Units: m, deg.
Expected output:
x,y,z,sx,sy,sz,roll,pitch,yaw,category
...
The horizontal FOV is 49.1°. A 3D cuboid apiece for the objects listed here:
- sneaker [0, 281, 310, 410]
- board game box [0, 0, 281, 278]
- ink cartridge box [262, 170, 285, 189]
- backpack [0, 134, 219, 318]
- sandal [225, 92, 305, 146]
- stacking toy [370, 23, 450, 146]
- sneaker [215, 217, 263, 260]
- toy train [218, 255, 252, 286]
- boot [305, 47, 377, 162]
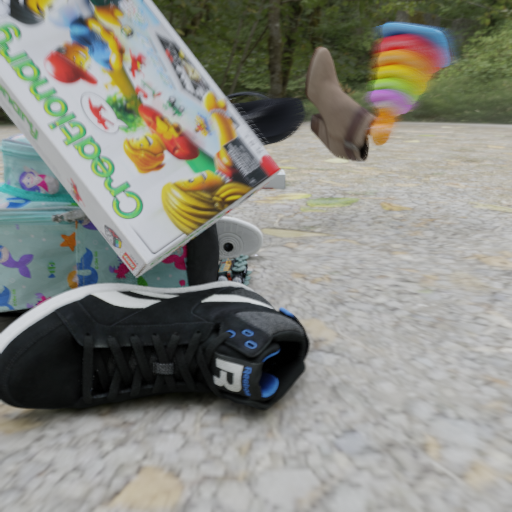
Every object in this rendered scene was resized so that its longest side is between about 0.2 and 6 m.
x,y,z,sx,sy,sz,roll,pitch,yaw,category
-0.755,0.881,5.063,2.897,1.058,1.620,-11,19,-35,sneaker
-1.322,-1.480,5.492,1.846,2.924,0.506,-39,2,-31,board game box
0.463,-2.281,16.585,0.757,0.430,1.039,0,17,-1,ink cartridge box
-2.317,-0.460,7.474,3.313,2.494,2.941,-9,18,-12,backpack
-0.485,-2.593,10.493,2.884,0.618,1.097,-6,54,-4,sandal
2.680,-3.145,10.681,1.230,2.240,1.300,21,-1,30,stacking toy
-0.918,-0.437,9.924,2.092,0.764,1.170,-1,18,2,sneaker
-0.349,0.258,8.423,0.497,0.372,0.872,-11,18,8,toy train
1.818,-3.056,11.645,0.772,2.198,1.607,-33,50,-26,boot
